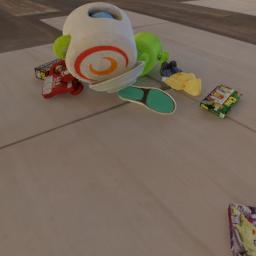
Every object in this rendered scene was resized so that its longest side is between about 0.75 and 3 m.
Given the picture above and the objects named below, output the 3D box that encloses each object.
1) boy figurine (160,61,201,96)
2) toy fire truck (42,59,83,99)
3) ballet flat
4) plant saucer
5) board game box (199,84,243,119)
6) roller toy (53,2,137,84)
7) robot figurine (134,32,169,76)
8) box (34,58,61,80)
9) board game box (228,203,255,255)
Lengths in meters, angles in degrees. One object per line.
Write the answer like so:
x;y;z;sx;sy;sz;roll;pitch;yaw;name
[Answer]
2.110;-1.996;11.322;1.453;0.753;2.337;-9;33;-18;boy figurine
-2.594;-2.007;10.891;1.496;0.999;1.781;-11;56;7;toy fire truck
0.749;-1.083;10.027;2.313;0.803;0.803;20;39;26;ballet flat
-0.332;-1.788;10.331;2.224;0.558;2.224;-21;18;7;plant saucer
3.397;-1.015;10.133;0.970;0.217;1.852;33;45;19;board game box
-0.985;-2.930;9.809;2.463;2.700;1.887;-21;63;21;roller toy
0.626;-3.347;12.537;2.371;1.563;2.702;25;37;5;robot figurine
-2.755;-2.604;12.435;1.703;0.471;2.126;21;40;27;box
2.557;2.268;5.487;1.030;0.277;1.716;11;35;8;board game box
